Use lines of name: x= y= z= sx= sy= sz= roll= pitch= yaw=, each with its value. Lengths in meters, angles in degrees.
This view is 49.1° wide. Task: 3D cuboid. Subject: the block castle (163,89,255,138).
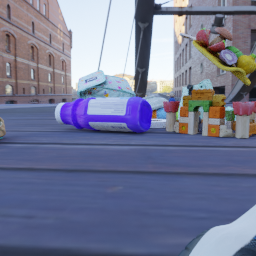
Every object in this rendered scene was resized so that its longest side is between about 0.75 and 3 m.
block castle: x=2.511 y=-0.499 z=8.221 sx=2.708 sy=1.270 sz=1.809 roll=6 pitch=9 yaw=44

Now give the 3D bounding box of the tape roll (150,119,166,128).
tape roll: x=0.895 y=-0.165 z=9.966 sx=1.269 sy=0.232 sz=1.269 roll=1 pitch=7 yaw=0

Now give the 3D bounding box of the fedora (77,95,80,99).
fedora: x=-2.069 y=-1.044 z=14.382 sx=1.512 sy=0.772 sz=1.709 roll=20 pitch=19 yaw=-35

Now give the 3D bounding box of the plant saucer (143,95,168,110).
plant saucer: x=0.609 y=-0.940 z=12.156 sx=2.497 sy=0.627 sz=2.497 roll=-16 pitch=2 yaw=1

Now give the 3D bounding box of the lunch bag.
lunch bag: x=-1.231 y=-1.844 z=14.137 sx=2.714 sy=1.655 sz=2.312 roll=13 pitch=24 yaw=-17

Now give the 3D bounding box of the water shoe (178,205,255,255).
water shoe: x=0.709 y=0.721 z=1.403 sx=1.324 sy=0.474 sz=0.523 roll=-3 pitch=35 yaw=-44

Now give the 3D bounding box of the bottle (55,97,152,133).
bottle: x=-0.816 y=-0.416 z=8.505 sx=2.989 sy=0.976 sz=1.249 roll=2 pitch=-8 yaw=26

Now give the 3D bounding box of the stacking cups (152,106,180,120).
stacking cups: x=1.438 y=-0.596 z=11.421 sx=2.626 sy=0.794 sz=0.794 roll=0 pitch=6 yaw=9

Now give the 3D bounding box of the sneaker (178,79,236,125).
sneaker: x=3.199 y=-0.894 z=9.929 sx=2.866 sy=1.691 sz=1.055 roll=4 pitch=6 yaw=25

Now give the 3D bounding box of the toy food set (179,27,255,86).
toy food set: x=2.872 y=-2.440 z=8.464 sx=1.589 sy=0.882 sz=2.701 roll=-3 pitch=46 yaw=-49

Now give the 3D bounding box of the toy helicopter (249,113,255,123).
toy helicopter: x=4.413 y=-0.343 z=8.965 sx=1.208 sy=0.799 sz=0.476 roll=-1 pitch=6 yaw=-8

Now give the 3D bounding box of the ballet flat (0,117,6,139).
ballet flat: x=-3.253 y=0.027 z=6.237 sx=0.696 sy=0.644 sz=1.973 roll=1 pitch=6 yaw=-11
